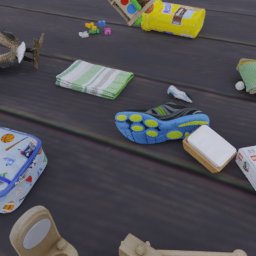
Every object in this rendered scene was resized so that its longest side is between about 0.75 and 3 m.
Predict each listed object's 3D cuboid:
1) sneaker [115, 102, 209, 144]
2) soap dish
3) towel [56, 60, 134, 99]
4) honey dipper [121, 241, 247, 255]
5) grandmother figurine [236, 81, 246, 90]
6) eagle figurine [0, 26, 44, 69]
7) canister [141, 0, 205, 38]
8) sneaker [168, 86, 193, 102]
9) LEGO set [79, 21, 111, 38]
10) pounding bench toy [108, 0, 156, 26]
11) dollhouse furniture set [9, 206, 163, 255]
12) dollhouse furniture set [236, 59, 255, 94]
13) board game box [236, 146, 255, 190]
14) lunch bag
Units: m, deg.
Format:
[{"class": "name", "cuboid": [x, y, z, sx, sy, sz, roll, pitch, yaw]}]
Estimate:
[{"class": "sneaker", "cuboid": [0.856, -0.168, 7.287, 2.392, 0.848, 0.991, -2, 28, -6]}, {"class": "soap dish", "cuboid": [1.894, 0.489, 6.564, 0.828, 0.427, 1.052, -34, 65, -32]}, {"class": "towel", "cuboid": [-1.090, -1.704, 9.324, 2.169, 0.333, 1.618, 15, 44, 17]}, {"class": "honey dipper", "cuboid": [0.943, 2.167, 4.797, 2.139, 0.406, 0.406, 1, 41, 0]}, {"class": "grandmother figurine", "cuboid": [3.972, -1.412, 9.021, 1.038, 0.314, 0.629, -11, 33, -8]}, {"class": "eagle figurine", "cuboid": [-4.096, -2.688, 9.816, 2.005, 1.513, 1.521, 11, 51, -4]}, {"class": "canister", "cuboid": [2.035, -4.855, 12.457, 2.399, 1.038, 1.782, 18, 44, 17]}, {"class": "sneaker", "cuboid": [1.606, -0.990, 8.586, 0.849, 0.308, 0.305, 33, 21, 17]}, {"class": "LEGO set", "cuboid": [-1.379, -4.281, 12.149, 1.436, 0.548, 0.589, -15, 43, -15]}, {"class": "pounding bench toy", "cuboid": [0.092, -3.878, 8.442, 1.112, 1.396, 1.789, -41, 15, 15]}, {"class": "dollhouse furniture set", "cuboid": [-0.386, 2.299, 3.195, 2.674, 2.178, 2.543, 25, 49, 26]}, {"class": "dollhouse furniture set", "cuboid": [4.882, -1.882, 8.600, 2.534, 1.272, 1.660, 6, 40, -3]}, {"class": "board game box", "cuboid": [4.106, 0.988, 6.069, 2.855, 0.494, 1.802, -8, 41, -9]}, {"class": "lunch bag", "cuboid": [-3.002, 0.818, 6.030, 2.263, 0.855, 1.813, 12, 44, 15]}]
